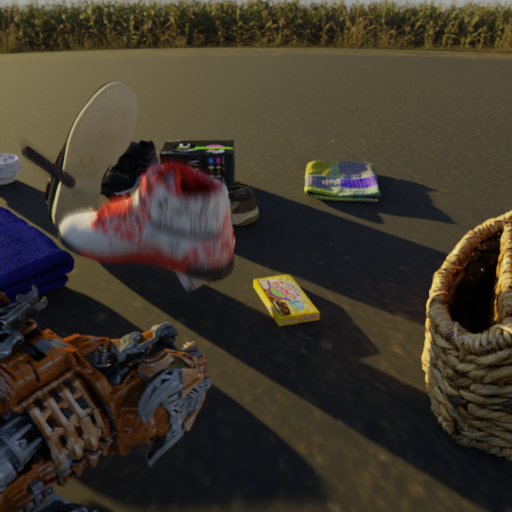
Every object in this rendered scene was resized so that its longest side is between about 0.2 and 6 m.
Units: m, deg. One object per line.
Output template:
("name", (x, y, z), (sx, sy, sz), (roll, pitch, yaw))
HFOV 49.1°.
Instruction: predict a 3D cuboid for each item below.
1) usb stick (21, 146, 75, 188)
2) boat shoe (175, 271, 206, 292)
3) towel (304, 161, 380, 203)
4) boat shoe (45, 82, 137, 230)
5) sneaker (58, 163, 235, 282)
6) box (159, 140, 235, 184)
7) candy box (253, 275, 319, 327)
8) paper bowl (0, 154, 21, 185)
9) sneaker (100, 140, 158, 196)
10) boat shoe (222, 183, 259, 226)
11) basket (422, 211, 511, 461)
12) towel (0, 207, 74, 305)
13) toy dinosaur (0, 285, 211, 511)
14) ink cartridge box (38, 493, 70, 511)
("usb stick", (-3.028, -1.298, 8.183), (0.848, 0.138, 0.235), (37, 9, -25))
("boat shoe", (-1.163, -0.387, 9.356), (0.801, 0.694, 1.880), (-27, 67, 2))
("towel", (2.176, -1.958, 14.328), (1.880, 0.298, 2.618), (4, 26, 7))
("boat shoe", (-3.340, -2.011, 11.075), (1.165, 3.185, 0.998), (12, 24, -40))
("sneaker", (-1.706, -0.677, 8.353), (2.941, 1.576, 0.982), (12, 37, 16))
("box", (-1.413, -2.191, 13.893), (1.765, 1.097, 1.311), (-2, 26, -1))
("candy box", (0.461, 0.688, 8.989), (0.669, 0.173, 1.309), (-6, 26, -17))
("paper bowl", (-6.697, -2.211, 14.483), (1.175, 0.611, 1.175), (0, 26, 0))
("sneaker", (-3.290, -2.285, 14.102), (0.927, 1.071, 2.447), (8, 27, 15))
("boat shoe", (-1.292, -1.368, 12.357), (2.891, 0.937, 1.058), (9, 27, 18))
("basket", (3.429, 0.399, 6.782), (2.512, 2.622, 3.519), (11, 29, 21))
("towel", (-4.721, 0.126, 9.658), (2.200, 0.738, 2.979), (-29, 38, -34))
("toy dinosaur", (-3.134, 1.383, 4.796), (5.186, 2.649, 3.520), (3, 29, -36))
("ink cartridge box", (-2.066, 2.466, 5.026), (0.943, 0.404, 0.696), (16, 33, 27))
